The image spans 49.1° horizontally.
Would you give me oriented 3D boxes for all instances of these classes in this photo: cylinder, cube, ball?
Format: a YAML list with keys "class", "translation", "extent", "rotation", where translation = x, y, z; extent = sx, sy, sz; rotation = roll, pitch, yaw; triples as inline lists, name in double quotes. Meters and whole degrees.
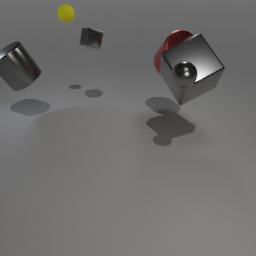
- class: "cylinder"
  translation: [1.850, -2.760, 10.682]
  extent: [1.400, 1.400, 1.400]
  rotation: [-8, -9, -15]
- class: "cylinder"
  translation: [-4.359, -2.391, 10.917]
  extent: [1.400, 1.400, 1.400]
  rotation: [-21, 37, 16]
- class: "cube"
  translation: [-1.526, -3.718, 11.632]
  extent: [0.700, 0.700, 0.700]
  rotation: [5, 12, -33]
- class: "cube"
  translation: [1.970, -1.815, 8.931]
  extent: [1.400, 1.400, 1.400]
  rotation: [-27, 73, -2]
- class: "ball"
  translation: [-2.566, -4.738, 11.582]
  extent: [0.700, 0.700, 0.700]
  rotation: [0, 29, 0]
- class: "ball"
  translation: [1.522, -1.438, 7.552]
  extent: [0.700, 0.700, 0.700]
  rotation: [0, 29, 0]
